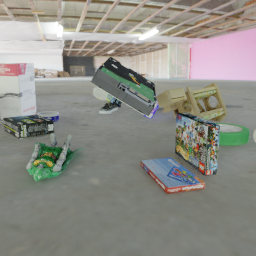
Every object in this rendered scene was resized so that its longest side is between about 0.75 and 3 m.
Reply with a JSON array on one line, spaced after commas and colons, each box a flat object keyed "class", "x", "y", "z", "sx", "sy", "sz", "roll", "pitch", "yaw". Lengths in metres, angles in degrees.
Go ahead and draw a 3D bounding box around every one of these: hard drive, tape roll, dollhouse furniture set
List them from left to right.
[{"class": "hard drive", "x": -0.033, "y": -1.455, "z": 9.164, "sx": 1.977, "sy": 0.535, "sz": 2.830, "roll": 30, "pitch": 19, "yaw": -8}, {"class": "dollhouse furniture set", "x": 2.162, "y": -0.547, "z": 11.929, "sx": 2.943, "sy": 1.636, "sz": 2.603, "roll": -14, "pitch": -8, "yaw": -34}, {"class": "tape roll", "x": 3.306, "y": 0.185, "z": 9.783, "sx": 1.714, "sy": 0.412, "sz": 1.714, "roll": 0, "pitch": 12, "yaw": 0}]

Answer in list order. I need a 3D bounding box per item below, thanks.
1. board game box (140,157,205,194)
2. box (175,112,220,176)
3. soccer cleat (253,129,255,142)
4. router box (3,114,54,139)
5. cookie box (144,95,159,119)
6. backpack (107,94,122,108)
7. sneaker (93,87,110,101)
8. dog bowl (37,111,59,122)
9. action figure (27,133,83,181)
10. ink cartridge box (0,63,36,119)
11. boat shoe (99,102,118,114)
[{"class": "board game box", "x": 0.965, "y": 1.056, "z": 6.529, "sx": 0.873, "sy": 0.165, "sz": 1.695, "roll": -5, "pitch": 14, "yaw": -15}, {"class": "box", "x": 1.741, "y": 0.343, "z": 7.290, "sx": 0.334, "sy": 1.212, "sz": 1.774, "roll": -3, "pitch": 13, "yaw": -13}, {"class": "soccer cleat", "x": 4.646, "y": 0.546, "z": 7.438, "sx": 0.985, "sy": 0.880, "sz": 2.539, "roll": -5, "pitch": 20, "yaw": -41}, {"class": "router box", "x": -3.797, "y": -0.086, "z": 10.649, "sx": 1.307, "sy": 0.542, "sz": 1.744, "roll": -11, "pitch": 17, "yaw": -40}, {"class": "cookie box", "x": 0.995, "y": -1.194, "z": 13.506, "sx": 0.456, "sy": 1.037, "sz": 1.213, "roll": 23, "pitch": 20, "yaw": -31}, {"class": "backpack", "x": -0.512, "y": -1.713, "z": 13.721, "sx": 0.782, "sy": 1.064, "sz": 0.974, "roll": 27, "pitch": 13, "yaw": -21}, {"class": "sneaker", "x": -1.152, "y": -2.361, "z": 20.042, "sx": 2.624, "sy": 0.994, "sz": 1.378, "roll": 13, "pitch": 5, "yaw": 21}, {"class": "dog bowl", "x": -3.672, "y": -0.519, "z": 12.906, "sx": 0.955, "sy": 0.376, "sz": 0.955, "roll": 0, "pitch": 13, "yaw": 0}, {"class": "action figure", "x": -1.951, "y": 0.714, "z": 7.124, "sx": 1.417, "sy": 0.656, "sz": 2.399, "roll": 3, "pitch": 16, "yaw": -3}, {"class": "ink cartridge box", "x": -5.289, "y": -1.794, "z": 13.453, "sx": 1.103, "sy": 2.601, "sz": 1.894, "roll": 0, "pitch": 13, "yaw": 4}, {"class": "boat shoe", "x": -1.070, "y": -1.127, "z": 15.214, "sx": 0.634, "sy": 0.523, "sz": 1.847, "roll": 4, "pitch": 14, "yaw": 18}]
